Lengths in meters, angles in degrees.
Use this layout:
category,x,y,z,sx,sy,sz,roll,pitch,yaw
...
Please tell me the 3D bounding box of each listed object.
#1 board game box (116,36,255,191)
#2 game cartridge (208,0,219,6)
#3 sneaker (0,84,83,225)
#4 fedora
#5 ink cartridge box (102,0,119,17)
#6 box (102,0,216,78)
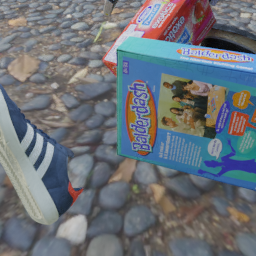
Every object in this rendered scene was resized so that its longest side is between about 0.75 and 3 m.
category,x,y,z,sx,sy,sz,roll,pitch,yaw
board game box,1.107,-0.152,4.143,2.581,1.963,0.581,13,40,14
game cartridge,2.414,-4.226,8.470,0.994,0.645,0.191,30,27,-10
sneaker,-1.593,0.319,4.803,0.948,2.529,1.069,-9,17,47
fedora,2.528,-1.695,7.125,2.433,1.111,2.433,20,9,-3
ink cartridge box,-0.348,-4.388,9.066,0.344,1.465,1.448,27,87,-8
box,0.675,-1.854,5.894,1.122,1.075,2.251,27,79,45
